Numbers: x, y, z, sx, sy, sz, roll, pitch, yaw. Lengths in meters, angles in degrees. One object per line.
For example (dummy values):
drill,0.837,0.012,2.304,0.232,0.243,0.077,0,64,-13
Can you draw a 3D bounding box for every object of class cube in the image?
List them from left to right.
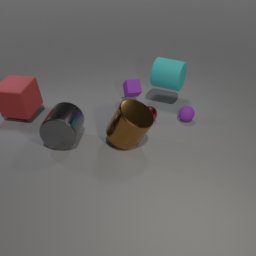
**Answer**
cube,-4.867,-1.375,12.487,1.400,1.400,1.400,5,40,12
cube,0.201,-1.939,13.684,0.700,0.700,0.700,-6,-9,-17

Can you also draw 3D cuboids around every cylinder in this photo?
cylinder,-2.533,-0.090,10.902,1.400,1.400,1.400,3,32,5
cylinder,0.056,-0.124,10.563,1.400,1.400,1.400,17,45,-18
cylinder,1.971,-2.604,13.558,1.400,1.400,1.400,16,35,20

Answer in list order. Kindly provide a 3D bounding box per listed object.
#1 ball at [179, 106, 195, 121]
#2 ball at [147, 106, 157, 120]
ball,2.626,-0.647,12.532,0.700,0.700,0.700,0,31,0
ball,0.963,-0.639,12.526,0.700,0.700,0.700,0,31,0
